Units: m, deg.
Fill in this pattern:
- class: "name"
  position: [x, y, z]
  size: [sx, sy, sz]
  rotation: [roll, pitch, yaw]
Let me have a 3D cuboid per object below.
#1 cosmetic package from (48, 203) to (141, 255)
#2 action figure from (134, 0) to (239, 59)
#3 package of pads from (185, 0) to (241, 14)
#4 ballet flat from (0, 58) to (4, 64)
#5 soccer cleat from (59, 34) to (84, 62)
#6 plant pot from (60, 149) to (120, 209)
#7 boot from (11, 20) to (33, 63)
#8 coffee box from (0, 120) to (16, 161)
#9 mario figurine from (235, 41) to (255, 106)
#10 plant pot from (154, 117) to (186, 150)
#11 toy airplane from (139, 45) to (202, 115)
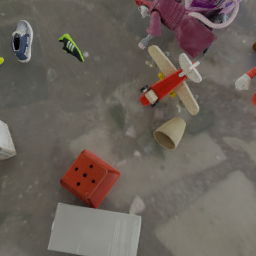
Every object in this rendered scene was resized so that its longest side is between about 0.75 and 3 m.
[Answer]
- class: "cosmetic package"
  position: [-0.865, 2.892, 7.728]
  size: [2.342, 1.056, 1.251]
  rotation: [9, 69, 6]
- class: "action figure"
  position: [1.531, -3.462, 8.965]
  size: [2.975, 2.215, 1.993]
  rotation: [26, 82, -8]
- class: "package of pads"
  position: [2.804, -4.463, 8.863]
  size: [1.647, 2.734, 1.034]
  rotation: [4, 96, 2]
- class: "ballet flat"
  position: [-4.631, -2.215, 9.510]
  size: [0.783, 0.263, 0.262]
  rotation: [-24, 76, -6]
- class: "soccer cleat"
  position: [-1.696, -2.352, 8.429]
  size: [0.428, 0.356, 1.055]
  rotation: [-34, 78, -2]
- class: "plant pot"
  position: [-1.146, 1.422, 8.054]
  size: [1.359, 1.198, 1.358]
  rotation: [34, 78, 8]
- class: "boot"
  position: [-3.616, -3.098, 9.503]
  size: [0.585, 0.726, 1.607]
  rotation: [-9, 75, -2]
- class: "coffee box"
  position: [-4.427, 0.293, 7.479]
  size: [1.642, 2.870, 1.144]
  rotation: [-22, 76, -6]
- class: "mario figurine"
  position: [4.499, -1.641, 9.153]
  size: [1.635, 1.404, 2.649]
  rotation: [-3, 59, 35]
- class: "plant pot"
  position: [1.381, 0.092, 8.674]
  size: [0.821, 0.821, 0.876]
  rotation: [40, 67, 10]
- class: "toy airplane"
  position: [1.403, -1.488, 8.747]
  size: [1.928, 1.367, 1.937]
  rotation: [12, 108, 16]
